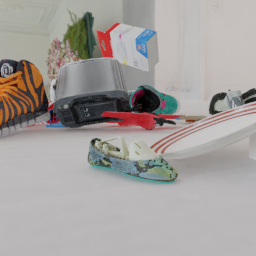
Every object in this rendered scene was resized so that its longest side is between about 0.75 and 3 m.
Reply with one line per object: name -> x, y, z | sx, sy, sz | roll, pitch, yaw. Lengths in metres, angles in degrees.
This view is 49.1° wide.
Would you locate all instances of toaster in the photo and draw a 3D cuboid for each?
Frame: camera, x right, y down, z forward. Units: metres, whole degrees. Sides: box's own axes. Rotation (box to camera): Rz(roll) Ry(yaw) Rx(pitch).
toaster -> -0.790, -0.896, 6.846 | 2.091, 1.350, 1.188 | -9, -32, -1

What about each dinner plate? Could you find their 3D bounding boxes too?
dinner plate -> 1.101, 0.048, 3.639 | 1.898, 0.230, 1.898 | -24, 2, 1

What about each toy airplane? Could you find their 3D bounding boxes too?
toy airplane -> 0.195, -0.207, 6.952 | 2.313, 0.425, 2.313 | 3, 4, 0

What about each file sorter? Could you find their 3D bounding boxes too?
file sorter -> -1.780, -0.285, 7.484 | 0.531, 0.469, 0.765 | 1, 7, 14

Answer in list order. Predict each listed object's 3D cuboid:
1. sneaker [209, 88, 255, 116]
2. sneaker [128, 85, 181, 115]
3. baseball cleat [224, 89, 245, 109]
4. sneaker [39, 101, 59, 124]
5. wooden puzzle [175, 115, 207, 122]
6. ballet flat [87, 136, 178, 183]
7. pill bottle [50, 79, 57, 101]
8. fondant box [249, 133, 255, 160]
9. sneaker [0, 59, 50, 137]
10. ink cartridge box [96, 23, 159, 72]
sneaker -> 3.977, -0.665, 8.763 | 1.256, 1.090, 2.834 | 5, 5, -32
sneaker -> 0.357, -0.977, 10.714 | 2.887, 1.207, 1.743 | 5, -1, 30
baseball cleat -> 3.049, -0.655, 7.714 | 0.412, 0.629, 1.182 | -14, 40, -15
sneaker -> -2.777, -0.525, 8.400 | 1.535, 1.041, 2.657 | 7, 16, -19
wooden puzzle -> 2.079, -0.238, 8.105 | 1.003, 0.174, 1.486 | 5, -3, -42
ballet flat -> -0.009, 0.290, 2.937 | 1.140, 0.423, 0.423 | 5, 8, 36
pill bottle -> -2.129, -1.562, 13.472 | 2.901, 1.614, 1.614 | -2, 7, -4
fondant box -> 2.386, 0.228, 3.086 | 1.619, 0.472, 1.168 | -1, 7, -1
sneaker -> -2.656, -0.649, 5.729 | 1.012, 1.462, 2.610 | 1, 14, 19
ink cartridge box -> -0.009, -2.709, 9.201 | 1.968, 1.143, 0.662 | 24, 58, 27
